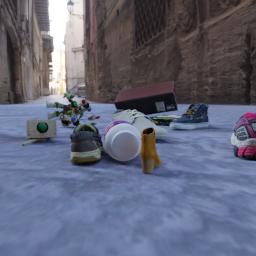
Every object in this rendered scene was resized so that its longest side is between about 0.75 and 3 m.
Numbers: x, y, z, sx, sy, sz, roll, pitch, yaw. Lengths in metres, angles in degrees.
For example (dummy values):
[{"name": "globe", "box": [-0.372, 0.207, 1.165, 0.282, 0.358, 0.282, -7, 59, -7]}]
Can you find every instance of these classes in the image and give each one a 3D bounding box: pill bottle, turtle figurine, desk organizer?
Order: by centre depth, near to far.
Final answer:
[{"name": "pill bottle", "box": [-0.108, 0.229, 5.467, 0.706, 0.706, 1.255, -1, 6, -6]}, {"name": "desk organizer", "box": [0.852, -1.278, 12.750, 2.731, 0.979, 1.052, -8, 37, 19]}, {"name": "turtle figurine", "box": [-3.484, -1.220, 15.525, 2.011, 2.074, 1.493, -6, -26, -18]}]

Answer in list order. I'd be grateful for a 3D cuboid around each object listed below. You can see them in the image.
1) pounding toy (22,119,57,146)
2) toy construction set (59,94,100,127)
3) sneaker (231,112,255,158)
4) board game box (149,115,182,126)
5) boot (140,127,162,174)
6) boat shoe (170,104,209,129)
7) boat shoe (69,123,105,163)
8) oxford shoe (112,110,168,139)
[{"name": "pounding toy", "box": [-2.334, 0.133, 7.344, 0.858, 0.663, 0.932, -2, -4, -22]}, {"name": "toy construction set", "box": [-2.026, -0.470, 11.207, 1.127, 1.223, 1.467, -10, -22, 39]}, {"name": "sneaker", "box": [2.821, 0.060, 6.208, 0.958, 0.887, 2.376, 2, 6, 18]}, {"name": "board game box", "box": [1.878, -0.385, 12.989, 1.507, 0.337, 2.876, 1, 6, 26]}, {"name": "boot", "box": [0.391, 0.324, 4.703, 0.337, 0.685, 0.957, 2, 6, 12]}, {"name": "boat shoe", "box": [2.351, -0.462, 10.703, 2.073, 0.941, 0.733, -6, 8, -42]}, {"name": "boat shoe", "box": [-0.832, 0.228, 5.730, 0.704, 0.648, 1.971, -1, 6, -5]}, {"name": "oxford shoe", "box": [0.192, -0.130, 8.404, 1.058, 0.813, 2.815, 0, 8, -25]}]
